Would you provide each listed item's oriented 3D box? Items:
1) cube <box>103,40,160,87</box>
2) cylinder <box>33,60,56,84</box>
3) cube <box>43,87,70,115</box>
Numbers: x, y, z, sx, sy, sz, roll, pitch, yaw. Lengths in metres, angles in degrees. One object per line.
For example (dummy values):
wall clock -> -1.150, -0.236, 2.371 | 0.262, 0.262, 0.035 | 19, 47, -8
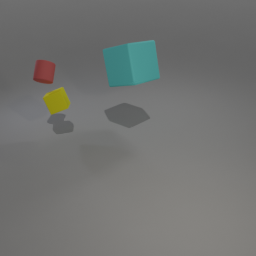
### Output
cube -> 0.129, -2.350, 10.299 | 1.400, 1.400, 1.400 | -22, 18, -40
cylinder -> -3.018, -2.017, 10.113 | 0.700, 0.700, 0.700 | 7, -5, 1
cube -> -2.630, -1.015, 10.395 | 0.700, 0.700, 0.700 | -20, 21, 4
